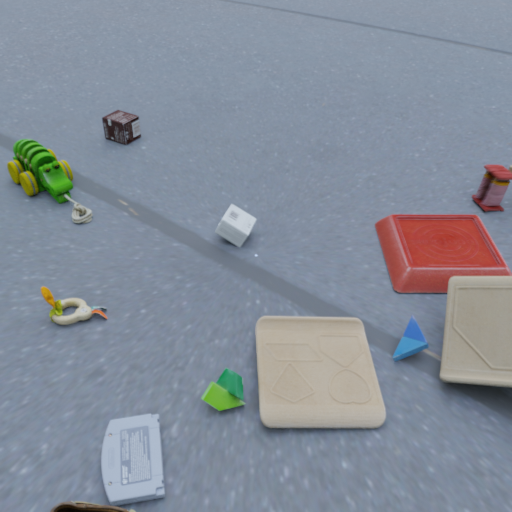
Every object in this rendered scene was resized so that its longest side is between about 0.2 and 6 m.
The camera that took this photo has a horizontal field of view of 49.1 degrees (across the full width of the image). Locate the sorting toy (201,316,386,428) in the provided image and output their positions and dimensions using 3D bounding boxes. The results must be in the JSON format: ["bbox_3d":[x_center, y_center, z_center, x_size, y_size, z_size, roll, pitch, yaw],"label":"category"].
[{"bbox_3d":[0.456,1.621,7.881,2.419,0.356,1.788,1,42,-4],"label":"sorting toy"}]

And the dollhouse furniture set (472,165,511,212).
[{"bbox_3d":[5.310,-1.407,11.505,1.473,0.793,0.599,-3,37,-14],"label":"dollhouse furniture set"}]

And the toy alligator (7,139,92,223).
[{"bbox_3d":[-4.412,-1.773,11.823,0.989,0.905,3.336,-28,46,-32],"label":"toy alligator"}]

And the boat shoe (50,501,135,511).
[{"bbox_3d":[-1.267,3.008,5.772,1.986,0.735,0.734,7,38,9],"label":"boat shoe"}]

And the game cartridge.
[{"bbox_3d":[-1.515,2.479,6.859,0.731,0.222,1.096,-4,41,-10],"label":"game cartridge"}]

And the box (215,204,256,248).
[{"bbox_3d":[-0.382,-0.567,10.533,0.575,0.376,0.572,31,41,-6],"label":"box"}]

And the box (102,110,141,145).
[{"bbox_3d":[-3.337,-3.194,13.922,0.713,0.592,0.586,20,42,24],"label":"box"}]

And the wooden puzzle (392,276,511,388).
[{"bbox_3d":[3.525,1.042,7.819,2.870,0.336,1.936,5,57,34],"label":"wooden puzzle"}]

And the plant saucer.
[{"bbox_3d":[3.387,-0.153,10.145,2.124,0.390,2.128,0,38,0],"label":"plant saucer"}]

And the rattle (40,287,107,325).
[{"bbox_3d":[-2.842,0.725,8.857,0.901,0.643,0.586,1,18,11],"label":"rattle"}]
